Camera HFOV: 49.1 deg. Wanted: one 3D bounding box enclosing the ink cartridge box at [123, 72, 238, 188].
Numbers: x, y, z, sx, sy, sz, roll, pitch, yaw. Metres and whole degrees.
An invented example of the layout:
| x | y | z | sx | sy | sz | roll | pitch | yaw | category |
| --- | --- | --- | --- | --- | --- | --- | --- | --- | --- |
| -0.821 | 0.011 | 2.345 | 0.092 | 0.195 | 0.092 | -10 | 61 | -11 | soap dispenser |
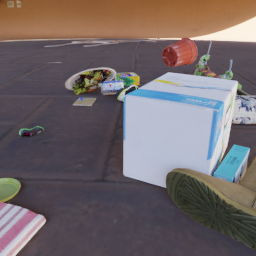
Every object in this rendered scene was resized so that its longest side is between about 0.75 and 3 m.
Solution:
| x | y | z | sx | sy | sz | roll | pitch | yaw | category |
| --- | --- | --- | --- | --- | --- | --- | --- | --- | --- |
| 1.472 | -0.074 | 7.444 | 2.150 | 2.160 | 2.944 | 12 | 25 | 24 | ink cartridge box |

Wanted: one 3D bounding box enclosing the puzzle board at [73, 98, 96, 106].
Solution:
| x | y | z | sx | sy | sz | roll | pitch | yaw | category |
| --- | --- | --- | --- | --- | --- | --- | --- | --- | --- |
| -1.994 | -1.213 | 12.991 | 0.838 | 0.097 | 1.112 | 1 | 22 | 6 | puzzle board |

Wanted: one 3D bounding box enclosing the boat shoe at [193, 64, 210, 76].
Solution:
| x | y | z | sx | sy | sz | roll | pitch | yaw | category |
| --- | --- | --- | --- | --- | --- | --- | --- | --- | --- |
| 4.669 | -3.429 | 17.397 | 0.875 | 0.827 | 2.432 | -5 | 23 | -13 | boat shoe |

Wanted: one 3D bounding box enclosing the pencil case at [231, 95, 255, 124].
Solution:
| x | y | z | sx | sy | sz | roll | pitch | yaw | category |
| --- | --- | --- | --- | --- | --- | --- | --- | --- | --- |
| 4.217 | -0.633 | 10.228 | 2.848 | 1.108 | 1.274 | 2 | 31 | 5 | pencil case |

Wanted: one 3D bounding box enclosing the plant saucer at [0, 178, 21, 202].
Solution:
| x | y | z | sx | sy | sz | roll | pitch | yaw | category |
| --- | --- | --- | --- | --- | --- | --- | --- | --- | --- |
| -2.953 | 1.457 | 6.417 | 0.943 | 0.147 | 0.943 | 1 | 22 | 0 | plant saucer |

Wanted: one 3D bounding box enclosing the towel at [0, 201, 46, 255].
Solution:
| x | y | z | sx | sy | sz | roll | pitch | yaw | category |
| --- | --- | --- | --- | --- | --- | --- | --- | --- | --- |
| -3.126 | 1.941 | 5.012 | 2.694 | 0.403 | 1.971 | 10 | 24 | 17 | towel |

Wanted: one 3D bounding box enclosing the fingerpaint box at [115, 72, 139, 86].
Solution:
| x | y | z | sx | sy | sz | roll | pitch | yaw | category |
| --- | --- | --- | --- | --- | --- | --- | --- | --- | --- |
| -0.072 | -2.917 | 16.566 | 1.187 | 0.522 | 1.423 | -5 | 23 | -11 | fingerpaint box |

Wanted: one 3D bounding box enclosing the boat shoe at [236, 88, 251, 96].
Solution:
| x | y | z | sx | sy | sz | roll | pitch | yaw | category |
| --- | --- | --- | --- | --- | --- | --- | --- | --- | --- |
| 5.002 | -1.127 | 11.860 | 0.862 | 0.738 | 2.353 | -4 | 22 | -17 | boat shoe |

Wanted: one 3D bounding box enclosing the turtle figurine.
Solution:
| x | y | z | sx | sy | sz | roll | pitch | yaw | category |
| --- | --- | --- | --- | --- | --- | --- | --- | --- | --- |
| 4.678 | -2.981 | 14.341 | 2.807 | 2.020 | 2.721 | -33 | 41 | 2 | turtle figurine |

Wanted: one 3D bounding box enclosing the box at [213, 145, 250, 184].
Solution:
| x | y | z | sx | sy | sz | roll | pitch | yaw | category |
| --- | --- | --- | --- | --- | --- | --- | --- | --- | --- |
| 2.475 | 1.047 | 6.691 | 0.416 | 0.696 | 1.692 | 13 | 25 | 31 | box |

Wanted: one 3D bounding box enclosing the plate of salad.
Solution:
| x | y | z | sx | sy | sz | roll | pitch | yaw | category |
| --- | --- | --- | --- | --- | --- | --- | --- | --- | --- |
| -1.809 | -2.264 | 13.848 | 2.601 | 0.625 | 2.601 | -15 | -10 | -3 | plate of salad |

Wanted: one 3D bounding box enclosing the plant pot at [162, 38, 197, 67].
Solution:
| x | y | z | sx | sy | sz | roll | pitch | yaw | category |
| --- | --- | --- | --- | --- | --- | --- | --- | --- | --- |
| 1.533 | -2.253 | 8.539 | 0.813 | 0.836 | 0.836 | -26 | 33 | -35 | plant pot |

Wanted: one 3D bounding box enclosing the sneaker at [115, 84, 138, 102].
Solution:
| x | y | z | sx | sy | sz | roll | pitch | yaw | category |
| --- | --- | --- | --- | --- | --- | --- | --- | --- | --- |
| 0.095 | -1.517 | 13.316 | 0.781 | 0.676 | 1.887 | 39 | 33 | 12 | sneaker |

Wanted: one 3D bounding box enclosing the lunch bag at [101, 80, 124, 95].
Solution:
| x | y | z | sx | sy | sz | roll | pitch | yaw | category |
| --- | --- | --- | --- | --- | --- | --- | --- | --- | --- |
| -0.740 | -1.974 | 13.725 | 1.159 | 0.547 | 1.447 | -7 | 0 | -6 | lunch bag |

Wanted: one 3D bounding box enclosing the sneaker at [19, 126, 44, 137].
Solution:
| x | y | z | sx | sy | sz | roll | pitch | yaw | category |
| --- | --- | --- | --- | --- | --- | --- | --- | --- | --- |
| -3.234 | 0.170 | 9.446 | 0.798 | 0.306 | 0.334 | -12 | 42 | -18 | sneaker |

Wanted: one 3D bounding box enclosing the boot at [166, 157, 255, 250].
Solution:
| x | y | z | sx | sy | sz | roll | pitch | yaw | category |
| --- | --- | --- | --- | --- | --- | --- | --- | --- | --- |
| 2.569 | 1.185 | 6.150 | 2.522 | 0.952 | 2.880 | 30 | 36 | 29 | boot |
